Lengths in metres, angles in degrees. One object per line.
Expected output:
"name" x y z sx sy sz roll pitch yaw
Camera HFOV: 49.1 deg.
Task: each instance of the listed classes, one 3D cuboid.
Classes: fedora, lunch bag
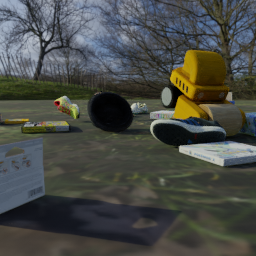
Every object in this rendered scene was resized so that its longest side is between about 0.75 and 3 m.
"fedora" -0.733 -0.467 10.218 1.785 1.785 0.815 -4 -21 -31
"lunch bag" 4.335 -0.150 8.985 1.237 0.788 1.052 -11 9 -8

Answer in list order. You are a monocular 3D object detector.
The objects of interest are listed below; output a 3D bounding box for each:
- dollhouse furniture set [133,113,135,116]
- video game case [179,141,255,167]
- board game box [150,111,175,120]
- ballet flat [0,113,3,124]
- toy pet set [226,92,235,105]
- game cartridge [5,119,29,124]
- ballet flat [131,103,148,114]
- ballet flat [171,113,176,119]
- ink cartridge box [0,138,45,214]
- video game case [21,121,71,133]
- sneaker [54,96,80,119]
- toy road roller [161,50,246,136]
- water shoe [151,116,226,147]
"dollhouse furniture set" -0.646 -1.059 15.295 1.247 0.963 2.495 4 9 27
"video game case" 2.175 0.521 6.135 1.564 0.172 1.426 -4 8 -25
"board game box" 2.098 -0.705 15.042 1.249 0.318 1.858 3 8 24
"ballet flat" -5.977 -0.573 12.624 0.697 0.688 2.047 -4 8 -32
"toy pet set" 4.778 -1.162 16.102 2.385 1.356 2.554 2 -25 14
"game cartridge" -5.000 -0.307 12.639 0.988 0.160 0.871 -4 8 -19
"ballet flat" 0.587 -1.279 18.135 0.762 0.762 2.125 5 9 32
"ballet flat" 2.750 -0.413 11.952 2.016 0.684 0.729 -6 30 -35
"ink cartridge box" -1.415 0.562 3.388 0.203 0.801 0.909 4 8 29
"video game case" -3.047 -0.059 10.442 1.646 0.232 1.821 -2 7 -17
"sneaker" -2.906 -0.889 13.259 0.758 0.656 1.679 -19 43 -39
"toy road roller" 2.450 -1.202 8.948 1.772 2.105 2.883 -4 35 -24
"water shoe" 1.516 0.060 7.273 1.917 0.685 0.756 9 30 -3
